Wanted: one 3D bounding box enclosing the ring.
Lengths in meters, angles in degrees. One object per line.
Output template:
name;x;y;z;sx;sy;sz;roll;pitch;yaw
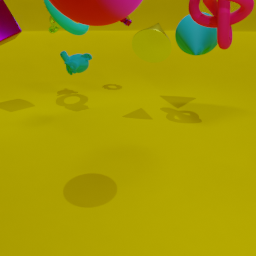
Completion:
ring;-1.933;-3.759;8.924;0.355;1.775;1.775;-28;7;29

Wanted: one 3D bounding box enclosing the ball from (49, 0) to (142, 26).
ball;-0.303;-1.502;2.554;1.076;1.076;1.076;0;21;0

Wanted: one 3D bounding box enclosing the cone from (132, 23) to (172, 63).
cone;0.766;-2.627;7.883;1.097;1.097;1.101;6;54;16

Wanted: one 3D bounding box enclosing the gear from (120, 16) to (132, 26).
gear;-0.365;-4.575;11.270;1.185;0.219;1.185;34;24;-18

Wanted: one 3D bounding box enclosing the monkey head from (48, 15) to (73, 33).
monkey head;-2.464;-3.943;10.523;0.800;0.956;1.328;-14;44;27

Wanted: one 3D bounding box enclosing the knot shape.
knot shape;2.235;-3.059;7.125;0.858;1.856;1.737;-31;63;-4

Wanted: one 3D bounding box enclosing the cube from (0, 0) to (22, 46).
cube;-4.121;-3.143;8.651;1.042;1.042;1.042;-38;22;-26

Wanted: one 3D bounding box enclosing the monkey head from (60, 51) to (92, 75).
monkey head;-1.743;-2.227;9.233;0.757;0.904;1.256;-43;22;-29

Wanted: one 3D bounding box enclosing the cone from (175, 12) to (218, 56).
cone;2.329;-2.831;9.484;1.598;1.598;1.604;5;42;12
